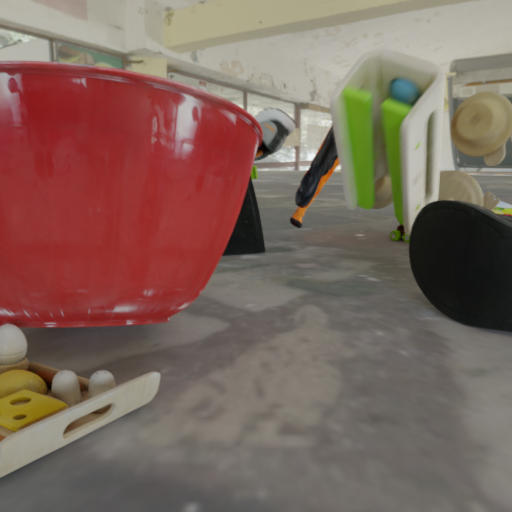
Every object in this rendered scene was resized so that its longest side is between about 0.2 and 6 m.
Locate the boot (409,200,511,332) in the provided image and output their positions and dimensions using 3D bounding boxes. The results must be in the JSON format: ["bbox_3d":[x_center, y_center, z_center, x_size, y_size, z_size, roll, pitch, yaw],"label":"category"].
[{"bbox_3d":[3.550,0.204,5.608,2.891,1.149,3.320,-2,16,-29],"label":"boot"}]

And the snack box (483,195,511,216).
[{"bbox_3d":[3.913,-0.672,10.259,1.407,0.565,1.668,-8,21,-14],"label":"snack box"}]

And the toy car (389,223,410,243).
[{"bbox_3d":[2.908,-0.656,10.546,0.618,0.752,0.593,-9,14,-39],"label":"toy car"}]

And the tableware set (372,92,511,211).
[{"bbox_3d":[2.717,-1.672,8.980,0.343,2.472,2.959,4,23,-45],"label":"tableware set"}]

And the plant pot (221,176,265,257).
[{"bbox_3d":[-1.154,-1.071,9.715,2.139,1.897,2.134,-4,11,-16],"label":"plant pot"}]

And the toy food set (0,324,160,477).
[{"bbox_3d":[-1.565,0.799,3.559,1.563,0.472,1.121,6,12,32],"label":"toy food set"}]

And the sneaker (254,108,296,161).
[{"bbox_3d":[-0.154,-2.082,10.252,0.740,0.793,2.001,35,-22,-28],"label":"sneaker"}]

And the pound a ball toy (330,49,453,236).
[{"bbox_3d":[2.142,-1.197,7.343,1.790,1.166,2.746,29,-19,29],"label":"pound a ball toy"}]

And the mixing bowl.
[{"bbox_3d":[-1.536,-0.266,4.991,3.192,1.729,3.192,0,-3,0],"label":"mixing bowl"}]

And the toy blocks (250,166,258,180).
[{"bbox_3d":[-1.824,-2.079,16.978,3.178,1.588,2.172,4,23,26],"label":"toy blocks"}]

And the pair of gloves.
[{"bbox_3d":[1.393,-1.827,9.897,0.377,2.720,3.053,30,-5,6],"label":"pair of gloves"}]
